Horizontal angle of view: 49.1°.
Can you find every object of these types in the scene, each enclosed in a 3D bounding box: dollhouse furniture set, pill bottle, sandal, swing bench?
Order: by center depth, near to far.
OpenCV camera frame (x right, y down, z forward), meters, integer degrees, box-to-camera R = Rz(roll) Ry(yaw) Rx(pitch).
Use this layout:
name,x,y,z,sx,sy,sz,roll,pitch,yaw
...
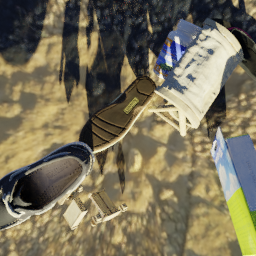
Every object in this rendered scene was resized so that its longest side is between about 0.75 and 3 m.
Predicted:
name,x,y,z,sx,sy,sz,roll,pitch,yaw
swing bench,1.503,-1.001,6.310,1.236,1.905,1.894,36,82,3
dollhouse furniture set,-0.840,1.797,6.591,1.078,1.264,0.617,49,122,27
pill bottle,1.199,-1.842,6.729,0.762,0.762,1.359,26,115,4
sandal,2.892,-2.111,7.197,2.248,0.507,0.844,43,81,6

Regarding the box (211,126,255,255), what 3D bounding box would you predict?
name,x,y,z,sx,sy,sz,roll,pitch,yaw
box,2.403,1.295,5.815,0.588,1.504,2.467,-11,63,3

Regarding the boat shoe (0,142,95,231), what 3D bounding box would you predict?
name,x,y,z,sx,sy,sz,roll,pitch,yaw
boat shoe,-1.989,1.316,5.748,2.927,0.883,1.081,-29,98,4

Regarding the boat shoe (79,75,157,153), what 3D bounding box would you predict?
name,x,y,z,sx,sy,sz,roll,pitch,yaw
boat shoe,-0.231,-0.254,6.723,2.323,0.885,0.833,-42,91,-16
